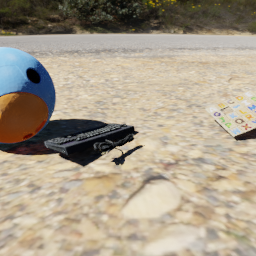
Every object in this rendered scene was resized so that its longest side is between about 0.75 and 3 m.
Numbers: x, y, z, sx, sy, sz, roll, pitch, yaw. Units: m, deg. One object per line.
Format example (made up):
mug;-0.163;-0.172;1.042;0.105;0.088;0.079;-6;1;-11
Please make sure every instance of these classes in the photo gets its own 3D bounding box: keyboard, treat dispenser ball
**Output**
keyboard;-0.735;0.237;7.576;1.724;0.279;2.713;13;20;35
treat dispenser ball;-3.308;-0.859;7.650;2.598;2.598;2.598;0;23;0

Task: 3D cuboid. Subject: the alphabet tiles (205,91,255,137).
alphabet tiles;3.723;-0.558;8.719;2.024;0.076;1.692;-22;35;-3
